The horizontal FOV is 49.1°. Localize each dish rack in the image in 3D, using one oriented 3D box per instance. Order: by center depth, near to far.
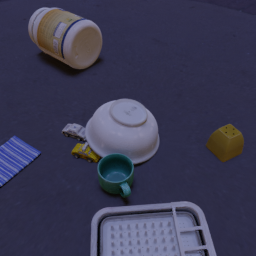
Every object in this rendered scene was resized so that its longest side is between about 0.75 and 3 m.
[{"bbox_3d":[0.544,2.896,6.354,2.743,0.597,2.354,-3,45,-3],"label":"dish rack"}]

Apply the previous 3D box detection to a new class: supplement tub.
[{"bbox_3d":[-2.830,-4.083,12.510,2.928,2.114,2.114,31,52,27],"label":"supplement tub"}]

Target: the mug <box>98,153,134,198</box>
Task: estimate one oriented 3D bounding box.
[{"bbox_3d":[-0.350,1.400,7.794,1.001,0.753,1.218,6,45,5],"label":"mug"}]

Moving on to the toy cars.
[{"bbox_3d":[-1.538,0.379,9.088,0.874,0.432,1.949,-19,47,-19],"label":"toy cars"}]

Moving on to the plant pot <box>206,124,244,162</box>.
[{"bbox_3d":[3.093,0.389,8.771,0.837,0.862,0.843,-21,48,-21],"label":"plant pot"}]

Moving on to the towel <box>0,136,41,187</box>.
[{"bbox_3d":[-3.763,1.011,8.595,1.287,0.212,1.778,26,50,24],"label":"towel"}]

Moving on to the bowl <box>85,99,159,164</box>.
[{"bbox_3d":[-0.069,-0.133,8.841,2.470,1.110,2.470,8,44,-8],"label":"bowl"}]
